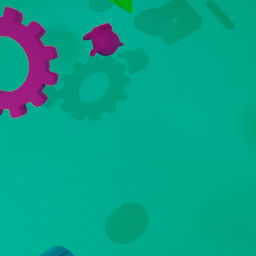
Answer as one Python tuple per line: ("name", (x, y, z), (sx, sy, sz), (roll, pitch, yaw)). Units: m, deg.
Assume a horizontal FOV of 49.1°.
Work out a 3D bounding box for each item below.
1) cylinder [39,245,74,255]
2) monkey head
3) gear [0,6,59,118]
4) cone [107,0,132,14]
("cylinder", (-1.381, 2.624, 4.661), (0.942, 0.942, 0.942), (7, 103, 34))
("monkey head", (-0.678, -2.140, 7.002), (1.254, 0.902, 0.756), (-36, 112, -45))
("gear", (-2.456, -1.252, 5.516), (2.088, 0.386, 2.088), (-1, 103, -2))
("cone", (-0.159, -3.254, 6.930), (1.069, 1.073, 1.069), (-21, 44, 22))
